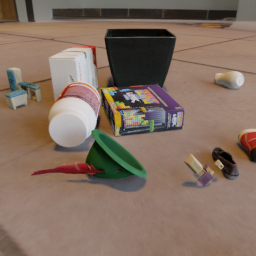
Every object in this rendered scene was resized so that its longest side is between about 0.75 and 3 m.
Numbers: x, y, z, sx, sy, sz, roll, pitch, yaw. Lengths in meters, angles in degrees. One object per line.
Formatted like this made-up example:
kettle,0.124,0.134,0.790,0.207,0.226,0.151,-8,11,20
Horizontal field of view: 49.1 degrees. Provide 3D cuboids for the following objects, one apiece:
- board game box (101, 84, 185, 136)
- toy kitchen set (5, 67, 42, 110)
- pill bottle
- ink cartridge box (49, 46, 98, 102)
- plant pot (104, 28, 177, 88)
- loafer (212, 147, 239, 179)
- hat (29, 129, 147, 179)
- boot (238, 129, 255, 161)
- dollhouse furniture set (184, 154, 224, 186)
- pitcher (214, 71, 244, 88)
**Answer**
board game box,0.343,-0.677,8.985,2.087,0.716,2.525,-7,27,-12
toy kitchen set,-4.225,-1.500,10.347,1.718,1.012,1.376,17,31,33
pill bottle,-1.470,-0.413,7.807,1.255,1.255,2.223,0,25,0
ink cartridge box,-1.951,-2.024,10.578,1.011,1.741,2.413,3,25,9
plant pot,0.392,-2.730,11.441,2.586,2.294,2.580,0,26,-2
loafer,2.277,0.712,6.476,0.421,0.369,1.172,1,25,-2
hat,-0.712,1.006,6.042,1.736,1.528,1.438,41,6,16
boot,3.743,0.424,6.874,1.674,0.606,1.207,-8,26,2
dollhouse furniture set,1.451,0.665,5.798,0.611,0.771,0.548,-45,29,1
pitcher,4.466,-2.078,12.042,0.992,0.701,1.157,-3,13,-28
